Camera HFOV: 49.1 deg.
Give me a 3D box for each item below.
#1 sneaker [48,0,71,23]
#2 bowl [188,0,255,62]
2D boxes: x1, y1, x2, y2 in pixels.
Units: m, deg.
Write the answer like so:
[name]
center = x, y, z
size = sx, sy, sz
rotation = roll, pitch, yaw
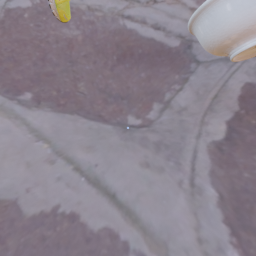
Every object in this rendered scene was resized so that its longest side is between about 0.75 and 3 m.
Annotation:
[sneaker]
center = -1.477, -3.786, 6.876
size = 1.079, 2.390, 0.934
rotation = -2, 41, -9
[bowl]
center = 2.366, -1.957, 5.429
size = 2.204, 2.204, 0.990
rotation = -17, 84, -8
